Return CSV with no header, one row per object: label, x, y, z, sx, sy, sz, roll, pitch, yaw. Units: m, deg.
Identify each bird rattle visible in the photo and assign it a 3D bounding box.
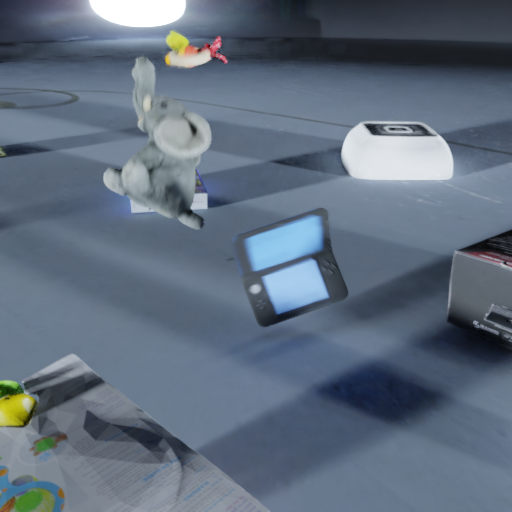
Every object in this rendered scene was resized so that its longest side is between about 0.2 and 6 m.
bird rattle,-0.860,-2.720,7.661,0.852,0.480,0.695,16,40,11

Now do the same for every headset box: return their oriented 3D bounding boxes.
headset box,3.704,0.400,6.532,2.644,1.021,1.968,-18,26,-35

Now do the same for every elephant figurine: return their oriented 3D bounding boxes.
elephant figurine,-1.279,-1.665,8.207,1.382,1.954,1.516,18,-11,40

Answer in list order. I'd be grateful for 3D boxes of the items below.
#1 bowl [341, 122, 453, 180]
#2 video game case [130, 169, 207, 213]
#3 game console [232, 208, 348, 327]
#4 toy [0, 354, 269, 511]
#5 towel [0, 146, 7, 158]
bowl,3.259,-2.534,13.068,2.410,0.901,2.413,1,25,1
video game case,-1.774,-1.304,11.111,1.431,0.359,1.579,-5,26,-11
game console,0.430,0.155,6.696,1.206,1.029,0.713,-19,-16,-6
toy,-1.405,1.843,4.339,2.744,0.648,1.580,25,38,38
towel,-6.836,-2.635,13.995,0.961,0.236,1.295,-14,29,-29
